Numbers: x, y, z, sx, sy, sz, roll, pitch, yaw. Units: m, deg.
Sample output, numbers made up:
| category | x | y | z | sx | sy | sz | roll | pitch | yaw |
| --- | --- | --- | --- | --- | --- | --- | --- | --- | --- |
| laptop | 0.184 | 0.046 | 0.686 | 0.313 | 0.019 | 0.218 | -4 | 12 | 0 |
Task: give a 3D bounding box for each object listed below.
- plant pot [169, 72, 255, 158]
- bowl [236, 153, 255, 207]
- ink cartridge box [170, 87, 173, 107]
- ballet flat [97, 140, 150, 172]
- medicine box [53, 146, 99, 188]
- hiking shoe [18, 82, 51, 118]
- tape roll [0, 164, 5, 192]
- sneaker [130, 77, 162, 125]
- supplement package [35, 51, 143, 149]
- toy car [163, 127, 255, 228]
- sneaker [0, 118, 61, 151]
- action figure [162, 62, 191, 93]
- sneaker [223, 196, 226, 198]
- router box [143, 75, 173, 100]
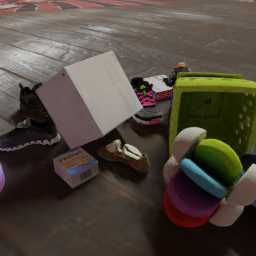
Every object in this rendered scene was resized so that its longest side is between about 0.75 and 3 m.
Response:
| category | x | y | z | sx | sy | sz | roll | pitch | yaw |
| --- | --- | --- | --- | --- | --- | --- | --- | --- | --- |
| plant pot | 2.686 | -0.535 | 9.294 | 2.591 | 2.578 | 2.351 | 3 | 27 | 5 |
| bowl | 3.905 | 1.482 | 7.340 | 2.486 | 0.488 | 2.486 | 13 | 25 | -6 |
| ink cartridge box | 2.948 | -1.436 | 12.054 | 1.709 | 0.956 | 2.505 | 20 | 36 | 27 |
| ballet flat | -0.157 | 0.776 | 8.854 | 1.892 | 0.684 | 0.642 | 19 | 34 | 28 |
| medicine box | -1.568 | 1.148 | 8.418 | 0.946 | 0.534 | 1.038 | -26 | 41 | -35 |
| hiking shoe | -3.427 | -1.178 | 11.402 | 2.444 | 1.230 | 0.925 | 9 | 34 | 14 |
| tape roll | -4.588 | 1.463 | 7.804 | 2.044 | 0.671 | 2.044 | 1 | 32 | 0 |
| sneaker | 0.617 | -1.211 | 11.410 | 1.076 | 1.276 | 2.916 | -7 | 33 | -11 |
| supplement package | -1.227 | -0.971 | 9.497 | 1.793 | 2.332 | 2.438 | -22 | 10 | 41 |
| toy car | 1.626 | 1.355 | 6.452 | 1.808 | 2.411 | 2.110 | -34 | 61 | -32 |
| sneaker | -3.528 | 0.132 | 9.535 | 2.302 | 1.041 | 0.765 | -8 | 33 | -12 |
| action figure | 2.429 | -1.905 | 11.148 | 1.962 | 1.026 | 1.898 | -6 | 56 | -3 |
| sneaker | 2.301 | 1.314 | 8.136 | 1.875 | 0.693 | 0.743 | 34 | 36 | 33 |
| router box | 1.543 | -1.989 | 13.436 | 1.488 | 0.405 | 1.657 | -15 | 36 | -22 |
